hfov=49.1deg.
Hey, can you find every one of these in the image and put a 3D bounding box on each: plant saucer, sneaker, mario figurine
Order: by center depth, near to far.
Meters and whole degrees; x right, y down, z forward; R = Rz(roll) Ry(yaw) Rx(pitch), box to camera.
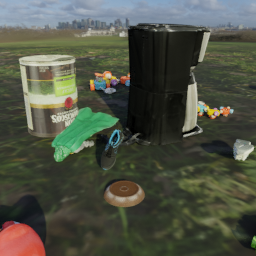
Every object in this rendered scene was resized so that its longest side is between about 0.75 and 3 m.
[{"bbox_3d":[-1.726,1.660,3.537,1.734,0.919,1.070,2,55,33],"label":"mario figurine"},{"bbox_3d":[-0.071,1.177,5.202,0.766,0.140,0.766,1,22,0],"label":"plant saucer"},{"bbox_3d":[-0.368,0.437,5.881,0.323,0.883,0.362,17,-13,11],"label":"sneaker"},{"bbox_3d":[2.539,0.531,6.213,0.389,0.444,1.107,14,8,23],"label":"sneaker"}]

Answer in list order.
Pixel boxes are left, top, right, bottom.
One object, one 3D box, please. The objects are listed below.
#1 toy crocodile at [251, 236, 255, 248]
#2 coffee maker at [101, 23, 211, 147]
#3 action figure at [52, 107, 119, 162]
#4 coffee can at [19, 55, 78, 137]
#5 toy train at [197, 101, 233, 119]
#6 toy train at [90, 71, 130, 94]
[{"bbox_3d":[2.001,1.561,4.035,0.279,0.256,0.828,16,26,36],"label":"toy crocodile"},{"bbox_3d":[0.793,-1.161,7.298,1.983,2.943,2.827,16,27,36],"label":"coffee maker"},{"bbox_3d":[-1.237,0.183,7.167,1.269,0.588,2.149,10,30,20],"label":"action figure"},{"bbox_3d":[-2.205,-0.956,8.031,1.511,2.065,1.511,0,21,0],"label":"coffee can"},{"bbox_3d":[2.847,-0.560,9.487,1.221,0.339,0.917,18,26,33],"label":"toy train"},{"bbox_3d":[-0.664,-2.332,13.494,1.963,0.727,2.613,12,23,28],"label":"toy train"}]
